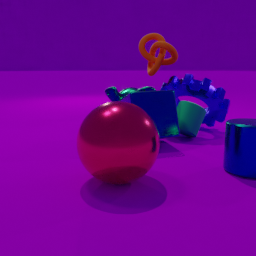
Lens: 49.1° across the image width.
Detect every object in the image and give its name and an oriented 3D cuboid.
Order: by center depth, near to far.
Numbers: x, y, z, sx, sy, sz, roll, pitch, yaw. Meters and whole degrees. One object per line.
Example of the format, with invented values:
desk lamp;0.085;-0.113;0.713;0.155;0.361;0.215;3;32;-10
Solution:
ball;-0.149;0.225;4.317;1.271;1.271;1.271;0;13;0
cylinder;2.097;0.315;4.786;0.853;0.853;0.853;0;11;0
cube;0.448;-0.237;6.314;1.014;1.014;1.014;-5;-4;-16
cylinder;1.484;-0.215;6.974;0.709;0.709;0.709;24;-7;3
gear;1.775;-0.697;7.678;1.885;0.349;1.885;20;-25;10
knot shape;0.768;-1.956;7.726;1.157;1.083;0.535;39;37;28
monkey head;-0.060;-0.971;9.086;1.867;1.343;1.125;-11;33;46
